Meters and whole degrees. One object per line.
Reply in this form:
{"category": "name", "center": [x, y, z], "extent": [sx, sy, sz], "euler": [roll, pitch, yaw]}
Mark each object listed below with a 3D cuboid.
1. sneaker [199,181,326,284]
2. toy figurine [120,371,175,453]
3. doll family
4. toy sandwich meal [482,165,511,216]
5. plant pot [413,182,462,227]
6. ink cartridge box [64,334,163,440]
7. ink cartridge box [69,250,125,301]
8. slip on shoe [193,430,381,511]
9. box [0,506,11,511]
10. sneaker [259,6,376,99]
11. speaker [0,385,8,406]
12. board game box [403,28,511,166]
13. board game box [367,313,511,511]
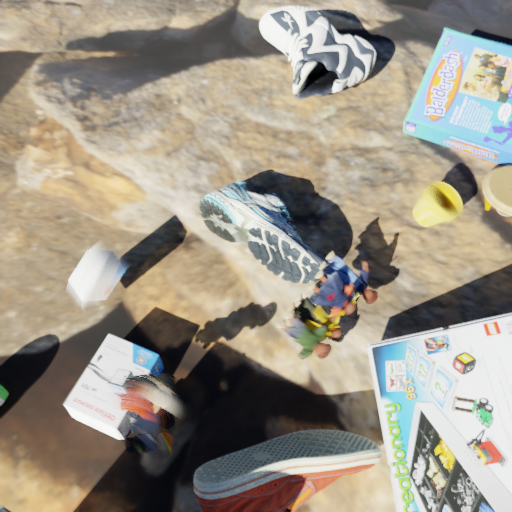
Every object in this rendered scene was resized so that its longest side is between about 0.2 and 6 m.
{"category": "sneaker", "center": [0.296, -0.607, 10.616], "extent": [2.827, 1.097, 1.220], "euler": [35, 59, 22]}
{"category": "toy figurine", "center": [-1.522, 2.259, 8.140], "extent": [0.723, 1.039, 1.023], "euler": [-6, 97, -6]}
{"category": "doll family", "center": [1.289, 0.874, 9.495], "extent": [1.147, 0.778, 1.984], "euler": [38, 91, -2]}
{"category": "toy sandwich meal", "center": [5.266, -1.287, 11.465], "extent": [1.446, 0.495, 1.446], "euler": [-1, 58, 2]}
{"category": "plant pot", "center": [3.446, -0.931, 10.822], "extent": [0.759, 0.714, 0.759], "euler": [13, 57, -21]}
{"category": "ink cartridge box", "center": [-2.264, 2.095, 9.037], "extent": [0.987, 0.579, 1.348], "euler": [20, 56, 12]}
{"category": "ink cartridge box", "center": [-2.776, 0.346, 9.764], "extent": [0.535, 0.739, 0.544], "euler": [50, 25, 25]}
{"category": "slip on shoe", "center": [0.508, 3.209, 8.156], "extent": [2.835, 1.050, 0.868], "euler": [-10, 98, -18]}
{"category": "box", "center": [-1.948, 4.161, 6.683], "extent": [2.638, 2.096, 0.607], "euler": [26, 59, 18]}
{"category": "sneaker", "center": [1.072, -4.778, 13.361], "extent": [3.110, 1.241, 2.024], "euler": [34, 53, 10]}
{"category": "speaker", "center": [-4.707, 2.569, 8.619], "extent": [0.751, 0.751, 1.699], "euler": [31, 61, 20]}
{"category": "board game box", "center": [5.121, -3.348, 12.139], "extent": [3.130, 0.704, 2.380], "euler": [24, 85, 16]}
{"category": "board game box", "center": [3.135, 2.863, 7.942], "extent": [2.460, 0.674, 3.897], "euler": [-15, 54, 17]}
